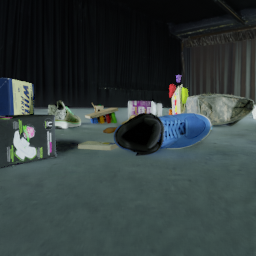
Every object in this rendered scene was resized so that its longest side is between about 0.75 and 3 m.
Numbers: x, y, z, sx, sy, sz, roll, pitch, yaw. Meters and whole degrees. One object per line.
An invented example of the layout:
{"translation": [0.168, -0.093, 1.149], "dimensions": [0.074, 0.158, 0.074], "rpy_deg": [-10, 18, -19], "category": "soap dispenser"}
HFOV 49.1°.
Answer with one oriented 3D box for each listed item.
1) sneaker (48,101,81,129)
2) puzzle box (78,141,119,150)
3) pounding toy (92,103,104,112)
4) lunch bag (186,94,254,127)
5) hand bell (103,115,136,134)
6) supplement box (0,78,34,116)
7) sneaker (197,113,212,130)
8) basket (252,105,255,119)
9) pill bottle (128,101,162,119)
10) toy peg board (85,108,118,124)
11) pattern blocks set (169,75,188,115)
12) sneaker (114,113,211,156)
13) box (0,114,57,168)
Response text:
{"translation": [-2.601, -0.569, 11.549], "dimensions": [0.969, 1.117, 2.521], "rpy_deg": [1, 6, 9], "category": "sneaker"}
{"translation": [-0.694, 0.417, 6.631], "dimensions": [0.834, 0.106, 0.555], "rpy_deg": [2, 5, 18], "category": "puzzle box"}
{"translation": [-2.062, -1.223, 18.970], "dimensions": [0.709, 0.997, 0.918], "rpy_deg": [-1, 6, -13], "category": "pounding toy"}
{"translation": [3.998, -0.812, 12.376], "dimensions": [2.498, 1.469, 2.049], "rpy_deg": [-5, 6, -3], "category": "lunch bag"}
{"translation": [-0.298, 0.007, 9.223], "dimensions": [1.316, 0.685, 0.685], "rpy_deg": [-10, -1, 36], "category": "hand bell"}
{"translation": [-4.933, -0.734, 9.723], "dimensions": [2.671, 1.793, 2.668], "rpy_deg": [0, 6, -4], "category": "supplement box"}
{"translation": [2.556, -0.197, 9.993], "dimensions": [1.421, 0.679, 0.563], "rpy_deg": [-5, 8, -43], "category": "sneaker"}
{"translation": [8.128, -1.034, 15.912], "dimensions": [1.723, 1.198, 1.519], "rpy_deg": [-12, 7, -15], "category": "basket"}
{"translation": [0.992, -1.050, 16.617], "dimensions": [1.982, 1.113, 1.113], "rpy_deg": [0, 6, 0], "category": "pill bottle"}
{"translation": [-1.256, -0.478, 13.927], "dimensions": [1.430, 0.703, 1.436], "rpy_deg": [-18, 9, -16], "category": "toy peg board"}
{"translation": [1.626, -0.763, 9.077], "dimensions": [0.158, 1.949, 1.713], "rpy_deg": [4, -14, -7], "category": "pattern blocks set"}
{"translation": [0.783, 0.096, 5.894], "dimensions": [2.197, 0.843, 1.222], "rpy_deg": [-4, 0, -1], "category": "sneaker"}
{"translation": [-2.162, 0.187, 5.154], "dimensions": [1.003, 0.839, 1.351], "rpy_deg": [4, 7, 38], "category": "box"}
